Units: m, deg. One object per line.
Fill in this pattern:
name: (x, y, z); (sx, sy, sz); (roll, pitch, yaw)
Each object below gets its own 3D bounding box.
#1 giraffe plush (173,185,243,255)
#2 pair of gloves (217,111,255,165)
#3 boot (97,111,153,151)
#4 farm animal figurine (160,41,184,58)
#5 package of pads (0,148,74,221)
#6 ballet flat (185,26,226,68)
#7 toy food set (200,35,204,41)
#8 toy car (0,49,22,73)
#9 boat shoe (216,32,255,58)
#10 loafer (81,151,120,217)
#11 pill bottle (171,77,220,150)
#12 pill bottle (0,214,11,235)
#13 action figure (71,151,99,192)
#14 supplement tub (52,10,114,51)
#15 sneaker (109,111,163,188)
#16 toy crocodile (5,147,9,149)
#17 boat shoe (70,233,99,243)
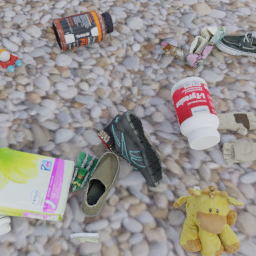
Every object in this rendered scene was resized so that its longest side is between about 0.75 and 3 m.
giraffe plush: (2.541, 2.616, 8.571); (2.046, 1.923, 2.371); (-12, 60, -7)
pair of gloves: (4.330, 0.314, 10.834); (1.879, 0.387, 2.210); (-7, 62, -9)
boot: (-0.132, 0.390, 10.616); (1.411, 0.686, 1.874); (-40, 77, -15)
farm animal figurine: (1.960, -3.519, 12.877); (1.086, 0.573, 1.099); (21, 17, -5)
package of pads: (-3.273, 1.909, 9.269); (2.628, 0.896, 2.030); (12, 55, -9)
ballet flat: (3.531, -3.939, 12.783); (0.964, 0.937, 2.710); (44, 75, -21)
toy food set: (3.999, -4.566, 13.703); (1.116, 0.364, 0.656); (-40, 67, -21)
toy car: (-5.412, -3.183, 12.526); (0.917, 0.995, 0.880); (36, 66, 18)
boat shoe: (5.563, -3.959, 12.975); (2.815, 0.998, 1.015); (14, 60, 8)
loafer: (-0.858, 1.827, 9.617); (0.904, 0.837, 2.403); (19, 63, 1)
pill bottle: (2.598, -0.552, 10.706); (1.447, 1.447, 2.579); (-7, 60, -4)
pill bottle: (-4.208, 2.937, 9.172); (0.568, 0.568, 1.020); (-26, 63, -15)
action figure: (-1.630, 1.618, 10.076); (0.880, 0.407, 1.490); (19, 65, 8)
supplement tub: (-2.052, -4.641, 13.127); (2.679, 1.433, 1.433); (-20, 62, -13)
sneaker: (0.297, 0.835, 10.020); (1.138, 1.082, 2.871); (-26, 88, 29)
toy crocodile: (-4.935, 0.950, 10.277); (2.514, 0.776, 0.849); (34, 63, 10)
boat shoe: (-1.392, 3.530, 8.974); (0.916, 0.330, 0.284); (0, 61, -3)
